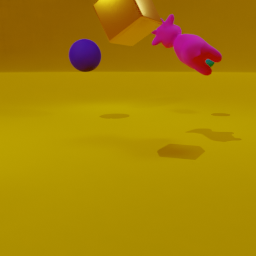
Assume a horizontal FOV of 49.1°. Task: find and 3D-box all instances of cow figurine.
[{"bbox_3d":[1.332,-1.995,6.713,1.528,0.852,1.552,29,20,-19],"label":"cow figurine"}]

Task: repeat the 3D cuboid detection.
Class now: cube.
[{"bbox_3d":[0.004,-2.017,4.984,0.766,0.766,0.766,-28,-6,33],"label":"cube"}]

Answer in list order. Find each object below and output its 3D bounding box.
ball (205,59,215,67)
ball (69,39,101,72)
[{"bbox_3d":[2.772,-2.484,10.077,0.739,0.739,0.739,0,13,0],"label":"ball"},{"bbox_3d":[-1.490,-2.510,9.728,1.110,1.110,1.110,0,13,0],"label":"ball"}]
